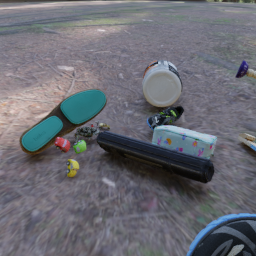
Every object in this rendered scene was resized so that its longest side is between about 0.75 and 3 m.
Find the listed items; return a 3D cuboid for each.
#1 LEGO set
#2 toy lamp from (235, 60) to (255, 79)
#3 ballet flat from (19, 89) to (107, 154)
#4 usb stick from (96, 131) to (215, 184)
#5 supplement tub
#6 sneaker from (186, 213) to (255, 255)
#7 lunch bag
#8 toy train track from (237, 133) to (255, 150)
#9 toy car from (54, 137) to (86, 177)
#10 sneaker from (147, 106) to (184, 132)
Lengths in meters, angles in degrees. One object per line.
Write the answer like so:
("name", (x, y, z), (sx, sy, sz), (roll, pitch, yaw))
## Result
("LEGO set", (-1.072, 0.025, 8.174), (0.893, 0.390, 1.376), (11, 29, 8))
("toy lamp", (5.407, -1.729, 10.297), (2.683, 0.781, 0.781), (25, 36, 12))
("ballet flat", (-1.762, -0.183, 7.721), (2.642, 0.896, 0.956), (-40, 5, -18))
("usb stick", (0.560, 0.646, 6.693), (2.986, 0.828, 0.487), (14, 71, 31))
("supplement tub", (1.214, -1.709, 10.218), (1.366, 1.366, 2.229), (2, 22, 4))
("sneaker", (2.250, 2.001, 4.213), (2.839, 1.007, 1.176), (1, 21, -5))
("lunch bag", (1.487, 0.366, 7.229), (1.556, 0.600, 1.248), (16, 9, 23))
("toy train track", (3.673, 0.647, 6.701), (1.627, 0.461, 2.836), (17, 15, -20))
("toy car", (-1.272, 0.556, 6.811), (0.231, 1.037, 0.976), (-8, 18, 28))
("sneaker", (1.136, -0.333, 8.380), (1.566, 0.649, 0.555), (-26, 75, -42))
